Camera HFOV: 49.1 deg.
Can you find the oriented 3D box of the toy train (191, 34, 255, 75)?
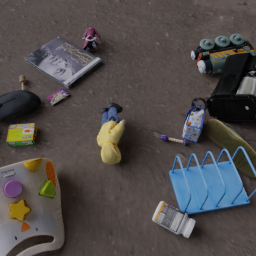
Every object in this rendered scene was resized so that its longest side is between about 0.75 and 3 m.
[{"bbox_3d":[4.220,-3.173,12.322,2.751,1.172,1.568,-12,64,-9],"label":"toy train"}]

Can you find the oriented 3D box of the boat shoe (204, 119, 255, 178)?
[{"bbox_3d":[3.748,0.573,9.625,0.820,0.892,2.495,-14,53,-42],"label":"boat shoe"}]

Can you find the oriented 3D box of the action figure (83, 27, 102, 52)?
[{"bbox_3d":[-1.806,-4.333,13.232,0.968,1.076,1.445,-2,67,6],"label":"action figure"}]

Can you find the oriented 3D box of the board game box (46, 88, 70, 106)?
[{"bbox_3d":[-2.862,-1.277,11.484,0.856,0.138,0.514,-39,58,-25],"label":"board game box"}]

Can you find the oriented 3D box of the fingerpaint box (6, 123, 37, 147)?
[{"bbox_3d":[-3.852,0.248,10.204,0.924,0.339,0.771,-4,54,-4],"label":"fingerpaint box"}]

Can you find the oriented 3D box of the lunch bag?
[{"bbox_3d":[2.392,-0.194,10.176,0.678,0.930,1.094,18,57,12],"label":"lunch bag"}]

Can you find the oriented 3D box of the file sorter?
[{"bbox_3d":[2.584,1.559,8.609,2.197,1.348,1.525,-8,53,-5],"label":"file sorter"}]

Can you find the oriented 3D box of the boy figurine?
[{"bbox_3d":[-0.556,0.184,9.770,0.719,1.387,2.232,24,48,-36],"label":"boy figurine"}]

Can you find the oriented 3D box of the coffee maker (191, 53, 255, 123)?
[{"bbox_3d":[4.043,-1.657,10.779,2.444,1.714,2.545,20,55,15],"label":"coffee maker"}]

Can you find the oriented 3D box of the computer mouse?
[{"bbox_3d":[-4.529,-0.787,10.667,2.409,0.635,1.668,-26,68,-20],"label":"computer mouse"}]

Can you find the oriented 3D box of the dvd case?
[{"bbox_3d":[-2.946,-3.090,12.757,2.914,0.233,2.167,33,60,22],"label":"dvd case"}]

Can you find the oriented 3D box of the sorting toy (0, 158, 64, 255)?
[{"bbox_3d":[-3.035,2.408,7.891,2.901,1.550,2.611,-17,77,-28],"label":"sorting toy"}]

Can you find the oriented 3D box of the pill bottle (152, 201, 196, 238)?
[{"bbox_3d":[1.346,2.686,8.201,1.139,0.663,0.663,25,57,16],"label":"pill bottle"}]

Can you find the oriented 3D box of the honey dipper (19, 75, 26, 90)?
[{"bbox_3d":[-4.361,-1.640,11.678,0.261,0.261,1.376,-12,56,-9],"label":"honey dipper"}]

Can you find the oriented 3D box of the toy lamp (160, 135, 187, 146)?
[{"bbox_3d":[1.641,0.431,10.128,0.930,0.271,0.271,14,55,9],"label":"toy lamp"}]
